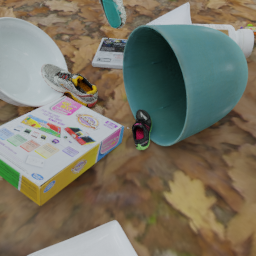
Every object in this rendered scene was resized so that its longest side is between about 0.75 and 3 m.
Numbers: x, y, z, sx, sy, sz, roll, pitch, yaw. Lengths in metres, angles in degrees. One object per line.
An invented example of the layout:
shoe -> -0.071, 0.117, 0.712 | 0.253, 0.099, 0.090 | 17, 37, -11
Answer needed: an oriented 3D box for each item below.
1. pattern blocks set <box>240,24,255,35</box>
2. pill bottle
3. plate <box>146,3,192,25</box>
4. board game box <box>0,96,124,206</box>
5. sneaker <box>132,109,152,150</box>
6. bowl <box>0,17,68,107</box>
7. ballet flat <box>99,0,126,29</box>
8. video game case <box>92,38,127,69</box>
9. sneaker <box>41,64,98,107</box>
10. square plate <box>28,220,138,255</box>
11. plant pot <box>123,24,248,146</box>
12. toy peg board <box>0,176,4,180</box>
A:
pattern blocks set -> 5.031, -3.996, 11.380 | 0.913, 0.074, 0.802 | 8, 47, 7
pill bottle -> 3.034, -2.888, 9.562 | 2.142, 1.225, 1.225 | 2, 47, 1
plate -> 1.205, -3.214, 9.635 | 2.157, 0.349, 2.162 | -19, 42, 26
board game box -> -1.718, 0.303, 6.594 | 2.100, 0.553, 2.745 | 28, 39, 24
sneaker -> 0.358, -0.031, 7.257 | 0.466, 0.508, 1.213 | -12, 52, 16
bowl -> -3.135, -1.669, 8.035 | 1.185, 2.636, 2.636 | -21, 32, 40
ballet flat -> -0.421, -3.005, 6.104 | 0.589, 1.642, 0.589 | -13, 36, 9
video game case -> -0.188, -2.667, 10.053 | 1.857, 0.217, 1.688 | 6, 48, 7
sneaker -> -1.636, -1.371, 8.082 | 1.827, 0.751, 0.711 | 29, 58, -2
square plate -> -0.520, 2.663, 4.684 | 1.872, 0.266, 1.855 | -10, 48, -37
plant pot -> 1.519, -1.219, 7.043 | 2.292, 2.856, 2.856 | -16, 49, -22
toy peg board -> -3.263, 0.505, 6.837 | 1.168, 0.572, 1.164 | 15, 49, 13
